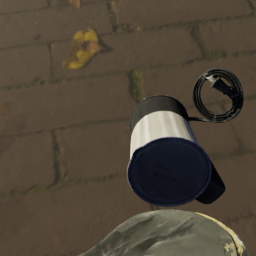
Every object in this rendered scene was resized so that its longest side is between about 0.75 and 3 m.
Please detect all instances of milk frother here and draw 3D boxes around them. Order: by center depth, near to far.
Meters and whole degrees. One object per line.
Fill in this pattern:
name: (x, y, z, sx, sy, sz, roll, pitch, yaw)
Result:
milk frother: (0.956, 0.005, 4.296, 1.687, 1.869, 1.758, 19, 23, -7)

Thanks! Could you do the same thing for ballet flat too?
ballet flat: (0.039, 1.585, 2.919, 0.845, 2.974, 0.988, 35, 45, -14)
